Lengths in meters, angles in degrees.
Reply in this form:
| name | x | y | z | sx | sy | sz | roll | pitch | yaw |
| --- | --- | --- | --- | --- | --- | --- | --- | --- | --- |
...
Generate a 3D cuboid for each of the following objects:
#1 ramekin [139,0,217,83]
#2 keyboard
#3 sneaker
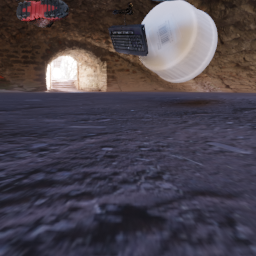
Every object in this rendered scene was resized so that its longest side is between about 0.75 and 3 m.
| name | x | y | z | sx | sy | sz | roll | pitch | yaw |
| --- | --- | --- | --- | --- | --- | --- | --- | --- | --- |
| ramekin | 1.734 | -3.347 | 10.751 | 2.969 | 2.969 | 1.447 | 7 | -1 | 40 |
| keyboard | -0.101 | -3.054 | 8.800 | 0.244 | 1.504 | 2.366 | -21 | 25 | -21 |
| sneaker | -2.889 | -4.098 | 10.053 | 2.150 | 0.760 | 1.051 | 6 | -2 | 24 |
